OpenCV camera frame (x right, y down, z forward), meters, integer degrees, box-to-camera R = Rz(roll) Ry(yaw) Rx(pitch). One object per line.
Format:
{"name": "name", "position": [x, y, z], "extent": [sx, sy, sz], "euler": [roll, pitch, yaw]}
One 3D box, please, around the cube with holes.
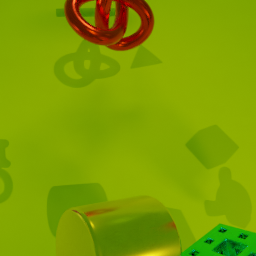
{"name": "cube with holes", "position": [1.535, 2.168, 3.949], "extent": [1.037, 1.037, 1.037], "euler": [-18, 98, -36]}

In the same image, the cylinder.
{"name": "cylinder", "position": [-0.136, 1.446, 3.370], "extent": [1.120, 1.120, 1.120], "euler": [1, 56, -37]}

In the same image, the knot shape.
{"name": "knot shape", "position": [-0.222, -2.336, 5.771], "extent": [0.895, 1.813, 1.937], "euler": [21, 77, 44]}
